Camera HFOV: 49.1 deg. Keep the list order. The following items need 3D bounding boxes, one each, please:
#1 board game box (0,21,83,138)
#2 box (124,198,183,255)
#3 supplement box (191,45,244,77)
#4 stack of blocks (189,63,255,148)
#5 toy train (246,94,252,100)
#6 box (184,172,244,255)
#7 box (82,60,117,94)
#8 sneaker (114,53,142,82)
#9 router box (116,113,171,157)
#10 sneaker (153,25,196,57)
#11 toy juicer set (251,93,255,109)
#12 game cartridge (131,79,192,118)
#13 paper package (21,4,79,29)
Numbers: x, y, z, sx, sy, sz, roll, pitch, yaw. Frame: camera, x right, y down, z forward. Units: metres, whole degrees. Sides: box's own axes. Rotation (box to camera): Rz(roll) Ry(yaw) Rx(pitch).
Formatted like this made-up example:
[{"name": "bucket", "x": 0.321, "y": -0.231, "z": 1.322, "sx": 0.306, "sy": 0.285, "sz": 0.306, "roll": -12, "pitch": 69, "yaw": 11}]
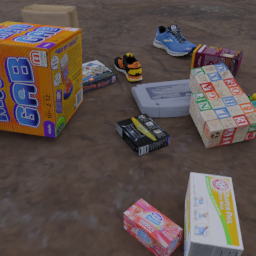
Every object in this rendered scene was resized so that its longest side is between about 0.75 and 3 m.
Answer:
[{"name": "board game box", "x": -3.092, "y": -1.647, "z": 8.795, "sx": 2.652, "sy": 2.652, "sz": 2.654, "roll": 8, "pitch": 31, "yaw": 7}, {"name": "box", "x": 0.494, "y": 2.063, "z": 5.760, "sx": 0.579, "sy": 0.534, "sz": 1.128, "roll": -30, "pitch": 46, "yaw": -35}, {"name": "supplement box", "x": 3.974, "y": -3.035, "z": 12.545, "sx": 2.002, "sy": 0.857, "sz": 1.105, "roll": 17, "pitch": 39, "yaw": 22}, {"name": "stack of blocks", "x": 2.772, "y": -0.801, "z": 8.852, "sx": 1.567, "sy": 0.797, "sz": 2.721, "roll": -10, "pitch": 51, "yaw": -4}, {"name": "toy train", "x": 3.977, "y": -0.852, "z": 9.740, "sx": 0.872, "sy": 0.246, "sz": 0.182, "roll": -42, "pitch": 14, "yaw": -12}, {"name": "box", "x": 1.639, "y": 1.861, "z": 5.660, "sx": 0.884, "sy": 0.981, "sz": 1.745, "roll": 6, "pitch": 35, "yaw": 8}, {"name": "box", "x": -1.792, "y": -2.053, "z": 11.466, "sx": 2.233, "sy": 0.421, "sz": 1.525, "roll": -25, "pitch": 48, "yaw": -30}, {"name": "sneaker", "x": 0.017, "y": -2.862, "z": 12.180, "sx": 0.782, "sy": 1.006, "sz": 2.236, "roll": -14, "pitch": 38, "yaw": -18}, {"name": "router box", "x": 0.435, "y": 0.163, "z": 8.532, "sx": 1.118, "sy": 0.371, "sz": 1.422, "roll": -17, "pitch": 39, "yaw": -23}, {"name": "sneaker", "x": 2.331, "y": -4.502, "z": 14.255, "sx": 1.108, "sy": 1.257, "sz": 2.820, "roll": -24, "pitch": 43, "yaw": -29}, {"name": "toy juicer set", "x": 4.420, "y": -0.614, "z": 9.370, "sx": 2.460, "sy": 0.669, "sz": 1.565, "roll": 17, "pitch": 35, "yaw": 40}, {"name": "game cartridge", "x": 1.664, "y": -1.094, "z": 10.179, "sx": 2.783, "sy": 0.569, "sz": 1.852, "roll": -7, "pitch": 33, "yaw": -9}, {"name": "paper package", "x": -3.454, "y": -4.381, "z": 13.078, "sx": 2.305, "sy": 2.419, "sz": 1.251, "roll": 8, "pitch": 37, "yaw": 12}]
